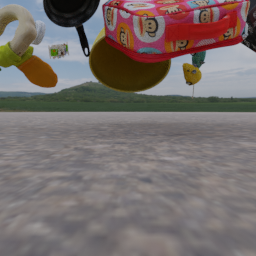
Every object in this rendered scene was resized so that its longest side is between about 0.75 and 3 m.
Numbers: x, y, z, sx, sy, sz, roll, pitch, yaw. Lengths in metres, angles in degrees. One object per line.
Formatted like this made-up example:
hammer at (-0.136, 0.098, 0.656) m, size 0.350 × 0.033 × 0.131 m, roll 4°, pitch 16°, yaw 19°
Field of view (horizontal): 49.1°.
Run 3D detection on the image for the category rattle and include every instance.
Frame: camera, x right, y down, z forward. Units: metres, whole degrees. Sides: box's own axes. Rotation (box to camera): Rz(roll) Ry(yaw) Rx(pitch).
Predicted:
rattle at (-3.103, -2.544, 7.809) m, size 2.673 × 1.741 × 1.910 m, roll 42°, pitch 20°, yaw 33°

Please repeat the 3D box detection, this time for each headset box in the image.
headset box at (3.715, -3.525, 8.665) m, size 2.477 × 0.956 × 1.843 m, roll 36°, pitch 16°, yaw -45°

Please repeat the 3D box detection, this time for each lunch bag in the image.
lunch bag at (1.116, -2.363, 6.183) m, size 2.937 × 1.203 × 2.587 m, roll -17°, pitch 34°, yaw -20°

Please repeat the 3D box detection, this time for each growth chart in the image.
growth chart at (-2.431, -2.701, 9.835) m, size 0.751 × 0.543 × 0.067 m, roll -8°, pitch 31°, yaw 0°

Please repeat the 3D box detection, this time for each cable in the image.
cable at (-3.261, -3.405, 10.042) m, size 0.308 × 0.888 × 0.888 m, roll 14°, pitch -1°, yaw -41°

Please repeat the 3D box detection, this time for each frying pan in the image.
frying pan at (-1.063, -2.707, 6.507) m, size 1.341 × 0.361 × 2.217 m, roll -37°, pitch -27°, yaw 8°

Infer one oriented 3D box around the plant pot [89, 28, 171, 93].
plant pot at (0.097, -3.097, 10.589) m, size 2.944 × 2.090 × 2.944 m, roll 1°, pitch -35°, yaw 1°

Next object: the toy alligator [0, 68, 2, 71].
toy alligator at (-4.433, -2.167, 8.558) m, size 0.515 × 1.552 × 0.373 m, roll -47°, pitch -5°, yaw -24°

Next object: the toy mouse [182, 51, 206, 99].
toy mouse at (2.436, -2.830, 10.157) m, size 0.534 × 2.453 × 2.760 m, roll 1°, pitch -26°, yaw 27°
